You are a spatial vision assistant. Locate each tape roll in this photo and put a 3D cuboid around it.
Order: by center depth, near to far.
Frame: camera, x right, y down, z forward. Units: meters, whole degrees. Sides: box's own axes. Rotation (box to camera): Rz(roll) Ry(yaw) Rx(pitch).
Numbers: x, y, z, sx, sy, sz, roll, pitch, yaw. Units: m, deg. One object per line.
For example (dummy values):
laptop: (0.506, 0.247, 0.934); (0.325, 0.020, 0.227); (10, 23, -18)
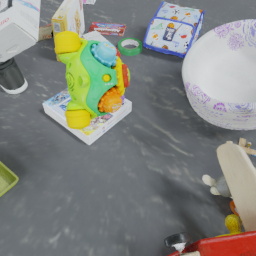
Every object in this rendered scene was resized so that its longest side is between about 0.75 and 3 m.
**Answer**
tape roll: (0.074, -2.881, 9.906); (0.859, 0.206, 0.859); (0, 48, 0)

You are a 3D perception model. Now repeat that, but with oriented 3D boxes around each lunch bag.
lunch bag: (1.598, -3.335, 9.690); (1.642, 1.196, 1.932); (19, 62, 15)

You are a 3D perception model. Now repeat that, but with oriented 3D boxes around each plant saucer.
plant saucer: (-3.354, 1.288, 6.130); (1.449, 0.347, 1.446); (32, 56, 24)

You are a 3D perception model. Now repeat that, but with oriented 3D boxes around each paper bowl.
paper bowl: (2.962, -1.253, 7.267); (2.912, 1.515, 2.912); (-10, 56, 15)

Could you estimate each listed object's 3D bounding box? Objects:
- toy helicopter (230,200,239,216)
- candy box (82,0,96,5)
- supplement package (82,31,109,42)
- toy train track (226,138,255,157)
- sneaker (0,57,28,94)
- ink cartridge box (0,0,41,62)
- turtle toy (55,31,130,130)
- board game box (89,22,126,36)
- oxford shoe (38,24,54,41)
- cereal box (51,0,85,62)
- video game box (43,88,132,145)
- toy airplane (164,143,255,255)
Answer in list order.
toy helicopter: (2.945, 1.607, 5.231); (0.757, 1.269, 1.919); (-31, 56, -25)
candy box: (-1.889, -5.825, 12.420); (0.913, 0.327, 0.766); (6, 49, 5)
supplement package: (-1.068, -2.802, 9.586); (0.572, 0.574, 0.978); (-26, 54, -21)
toy train track: (3.084, 0.551, 6.876); (1.311, 0.213, 0.752); (18, 51, 14)
sneaker: (-4.164, -2.177, 8.528); (2.708, 1.343, 0.957); (33, 58, 27)
ink cartridge box: (-2.032, -1.932, 4.837); (0.948, 0.550, 1.284); (-19, 60, 25)
turtle toy: (-0.414, -0.718, 4.048); (0.864, 1.246, 1.710); (-6, 12, 3)
board game box: (-0.786, -3.820, 10.790); (1.319, 0.128, 0.679); (7, 50, 6)
oxford shoe: (-3.047, -3.452, 10.264); (0.468, 0.441, 1.252); (35, 58, 21)
cereal box: (-1.980, -3.493, 9.548); (0.425, 1.547, 2.150); (9, 50, 4)
video game box: (-1.105, -0.563, 7.716); (1.829, 0.428, 1.667); (34, 54, 26)
toy airplane: (2.195, 1.936, 4.476); (2.799, 1.984, 2.811); (24, 85, 34)
